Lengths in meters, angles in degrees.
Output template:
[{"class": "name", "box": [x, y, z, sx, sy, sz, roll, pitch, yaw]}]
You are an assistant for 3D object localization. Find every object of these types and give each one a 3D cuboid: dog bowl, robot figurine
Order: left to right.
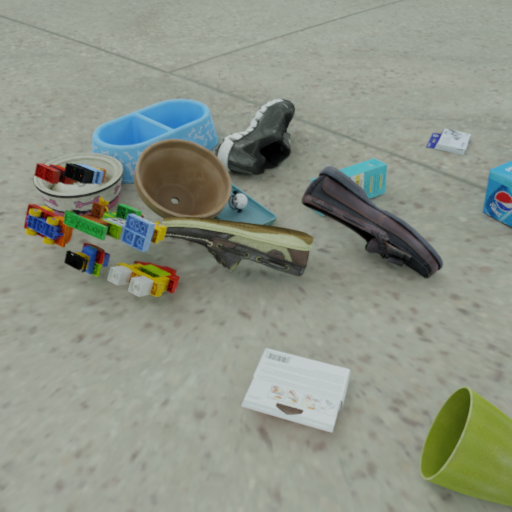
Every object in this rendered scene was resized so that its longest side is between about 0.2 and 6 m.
[{"class": "dog bowl", "box": [-3.664, -1.457, 11.737, 1.810, 0.668, 1.810, 1, 37, -1]}, {"class": "dog bowl", "box": [-2.410, -2.850, 13.382, 1.885, 0.838, 3.382, 30, 46, 33]}, {"class": "robot figurine", "box": [-0.381, -1.096, 11.342, 0.316, 0.381, 0.507, -55, 20, -13]}]

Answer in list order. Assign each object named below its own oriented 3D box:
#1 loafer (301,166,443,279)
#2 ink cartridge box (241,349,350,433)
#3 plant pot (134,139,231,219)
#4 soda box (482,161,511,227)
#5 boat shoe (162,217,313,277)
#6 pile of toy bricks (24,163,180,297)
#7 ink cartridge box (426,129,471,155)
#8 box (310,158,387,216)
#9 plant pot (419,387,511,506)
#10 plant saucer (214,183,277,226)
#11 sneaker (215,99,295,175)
[{"class": "loafer", "box": [2.016, -0.444, 10.058, 2.761, 0.992, 0.870, 42, 79, 11]}, {"class": "ink cartridge box", "box": [0.568, 1.905, 7.799, 1.295, 0.282, 1.124, 12, 40, 15]}, {"class": "plant pot", "box": [-1.489, -1.293, 10.964, 1.880, 0.868, 1.880, 11, 57, -17]}, {"class": "soda box", "box": [6.199, -1.607, 11.524, 3.144, 1.009, 1.067, -23, 38, -22]}, {"class": "boat shoe", "box": [-0.377, -0.165, 9.649, 2.644, 0.857, 0.968, 8, 5, 9]}, {"class": "pile of toy bricks", "box": [-2.472, -0.563, 9.841, 3.153, 1.749, 1.557, 24, 15, 25]}, {"class": "ink cartridge box", "box": [4.783, -2.864, 13.914, 0.938, 0.190, 0.936, 15, 41, 19]}, {"class": "box", "box": [1.940, -1.447, 11.672, 1.711, 0.704, 0.421, -22, 37, -25]}, {"class": "plant pot", "box": [2.815, 2.392, 6.620, 1.293, 1.210, 1.210, 27, 43, 6]}, {"class": "plant saucer", "box": [-0.783, -1.198, 11.755, 0.980, 0.266, 2.804, -26, 45, -28]}, {"class": "sneaker", "box": [0.360, -2.713, 13.148, 1.354, 0.994, 2.992, 23, 47, 22]}]
